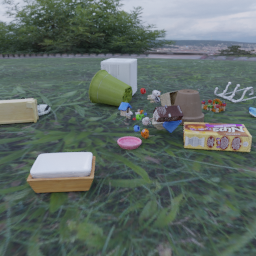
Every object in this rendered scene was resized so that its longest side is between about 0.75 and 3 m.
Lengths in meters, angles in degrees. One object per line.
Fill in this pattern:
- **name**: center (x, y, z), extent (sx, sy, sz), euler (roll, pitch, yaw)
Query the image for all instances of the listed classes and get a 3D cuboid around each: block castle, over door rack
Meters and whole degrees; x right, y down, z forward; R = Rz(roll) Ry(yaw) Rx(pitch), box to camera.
- **block castle**: center (4.465, -1.214, 14.574), extent (0.757, 0.531, 1.132), euler (-12, 22, -33)
- **over door rack**: center (6.931, -2.193, 16.877), extent (2.720, 0.906, 2.009), euler (-4, 20, -12)

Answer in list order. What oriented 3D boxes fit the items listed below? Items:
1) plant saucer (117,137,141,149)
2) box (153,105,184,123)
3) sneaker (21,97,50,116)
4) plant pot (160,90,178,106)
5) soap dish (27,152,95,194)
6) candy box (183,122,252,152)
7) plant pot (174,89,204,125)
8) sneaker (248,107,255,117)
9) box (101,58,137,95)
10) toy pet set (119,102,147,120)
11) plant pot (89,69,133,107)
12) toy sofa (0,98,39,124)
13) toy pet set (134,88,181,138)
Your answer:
- **plant saucer**: center (0.051, 0.546, 9.955), extent (0.853, 0.216, 0.853), euler (1, 19, 0)
- **box**: center (1.500, -0.525, 10.397), extent (1.005, 0.376, 0.503), euler (-5, 60, -21)
- **sneaker**: center (-4.794, -1.042, 13.509), extent (2.085, 0.914, 0.789), euler (-9, 19, -29)
- **plant pot**: center (2.242, -1.533, 15.181), extent (0.853, 0.852, 0.755), euler (-18, 13, -42)
- **soap dish**: center (-1.695, 1.174, 7.452), extent (1.621, 0.658, 1.275), euler (-1, 19, -5)
- **candy box**: center (3.127, 0.295, 10.063), extent (2.209, 0.624, 1.288), euler (2, 20, 10)
- **plant pot**: center (2.664, -0.974, 12.597), extent (1.585, 1.382, 1.585), euler (0, 20, 0)
- **sneaker**: center (6.572, -0.849, 13.150), extent (1.697, 0.763, 0.665), euler (8, 21, 23)
- **box**: center (-0.485, -3.121, 17.168), extent (1.813, 2.106, 2.116), euler (4, 21, 13)
- **toy pet set**: center (0.197, -0.885, 13.495), extent (1.078, 0.613, 1.155), euler (12, 22, 31)
- **plant pot**: center (-0.808, -1.960, 15.216), extent (1.862, 1.961, 1.961), euler (23, 27, 21)
- **toy sofa**: center (-5.239, -0.721, 12.509), extent (2.307, 0.955, 1.126), euler (-5, 15, -15)
- **toy pet set**: center (1.237, -0.449, 10.835), extent (1.004, 1.891, 1.766), euler (-9, -30, 35)
